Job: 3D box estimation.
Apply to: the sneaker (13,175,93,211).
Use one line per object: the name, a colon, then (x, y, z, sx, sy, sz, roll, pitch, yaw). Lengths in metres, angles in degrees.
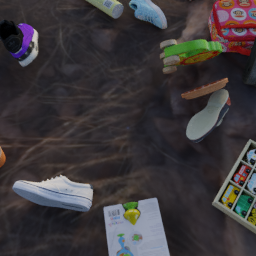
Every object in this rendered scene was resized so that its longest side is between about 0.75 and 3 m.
sneaker: (-1.777, 1.508, 6.824, 1.909, 0.697, 0.676, 14, 52, -2)

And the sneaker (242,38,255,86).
sneaker: (4.596, -2.433, 8.252, 1.553, 1.036, 2.711, 15, 101, -2)

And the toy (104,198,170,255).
toy: (0.240, 2.757, 6.140, 1.275, 0.523, 2.214, -10, 62, -2)

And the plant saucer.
plant saucer: (2.178, -1.089, 7.957, 1.330, 1.330, 0.215, -21, 95, -11)

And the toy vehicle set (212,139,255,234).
toy vehicle set: (3.189, 1.429, 7.022, 1.298, 0.277, 2.088, 32, 65, 17)

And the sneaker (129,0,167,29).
sneaker: (0.673, -4.007, 9.940, 0.753, 0.679, 1.837, -33, 60, -1)

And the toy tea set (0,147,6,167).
toy tea set: (-4.289, 1.273, 6.670, 1.661, 1.034, 2.794, 22, 63, 12)

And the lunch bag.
lunch bag: (3.971, -3.288, 9.345, 2.362, 0.968, 2.081, -2, 65, 0)

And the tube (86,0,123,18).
tube: (-1.073, -4.805, 10.432, 2.155, 0.559, 0.625, 41, 29, 24)

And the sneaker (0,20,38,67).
sneaker: (-3.445, -2.920, 8.641, 0.804, 1.150, 2.311, -37, 43, 8)

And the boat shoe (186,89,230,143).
boat shoe: (2.276, -0.263, 7.790, 0.673, 0.592, 1.892, 21, 61, 36)

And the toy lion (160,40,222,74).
toy lion: (1.873, -2.183, 8.225, 1.802, 1.880, 0.645, -12, 89, 7)
